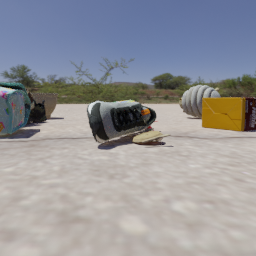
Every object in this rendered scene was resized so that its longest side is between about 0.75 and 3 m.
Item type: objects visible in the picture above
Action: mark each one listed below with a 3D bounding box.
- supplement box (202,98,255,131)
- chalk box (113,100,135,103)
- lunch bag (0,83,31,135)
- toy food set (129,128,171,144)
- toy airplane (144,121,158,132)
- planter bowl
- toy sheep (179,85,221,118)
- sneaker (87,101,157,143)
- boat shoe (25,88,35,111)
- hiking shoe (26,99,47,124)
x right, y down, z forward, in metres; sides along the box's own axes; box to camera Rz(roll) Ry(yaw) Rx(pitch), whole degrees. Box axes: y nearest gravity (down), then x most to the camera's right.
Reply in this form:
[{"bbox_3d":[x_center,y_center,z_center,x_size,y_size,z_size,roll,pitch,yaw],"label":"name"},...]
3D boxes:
[{"bbox_3d":[3.903,-0.553,10.243,1.678,1.114,1.655,-5,8,-36],"label":"supplement box"},{"bbox_3d":[-0.182,-0.625,11.475,1.272,0.792,0.788,-12,27,-31],"label":"chalk box"},{"bbox_3d":[-4.337,-0.676,8.785,2.132,1.526,2.503,1,13,-6],"label":"lunch bag"},{"bbox_3d":[0.513,0.267,6.884,0.811,0.236,1.175,-15,11,-12],"label":"toy food set"},{"bbox_3d":[0.135,-0.111,9.547,2.113,0.389,2.113,-1,7,0],"label":"toy airplane"},{"bbox_3d":[-4.797,-1.200,15.111,2.020,1.360,2.020,0,7,0],"label":"planter bowl"},{"bbox_3d":[3.988,-1.427,14.961,2.838,1.957,1.957,-7,0,44],"label":"toy sheep"},{"bbox_3d":[-0.115,-0.290,7.240,1.100,1.025,2.774,-16,-2,26],"label":"sneaker"},{"bbox_3d":[-4.623,-0.842,10.541,0.984,0.986,2.666,8,26,15],"label":"boat shoe"},{"bbox_3d":[-4.446,-0.754,12.120,0.831,1.104,2.194,3,7,24],"label":"hiking shoe"}]
